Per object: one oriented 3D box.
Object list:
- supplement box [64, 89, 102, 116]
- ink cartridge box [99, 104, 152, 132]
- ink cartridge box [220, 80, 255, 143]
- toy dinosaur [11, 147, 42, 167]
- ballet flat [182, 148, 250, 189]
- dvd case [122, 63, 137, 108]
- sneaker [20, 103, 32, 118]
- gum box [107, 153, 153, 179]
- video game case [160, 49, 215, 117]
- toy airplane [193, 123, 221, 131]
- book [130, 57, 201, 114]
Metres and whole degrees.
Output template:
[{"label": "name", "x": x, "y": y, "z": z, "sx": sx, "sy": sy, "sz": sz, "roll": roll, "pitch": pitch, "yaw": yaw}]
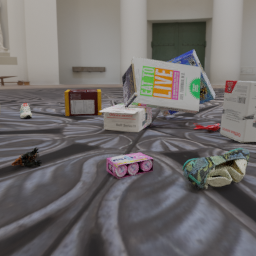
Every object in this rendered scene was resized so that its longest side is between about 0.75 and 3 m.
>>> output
[{"label": "supplement box", "x": -2.402, "y": -1.418, "z": 15.203, "sx": 1.879, "sy": 1.247, "sz": 1.853, "roll": -1, "pitch": 12, "yaw": -7}, {"label": "ink cartridge box", "x": -0.042, "y": -0.417, "z": 11.242, "sx": 1.477, "sy": 0.849, "sz": 2.523, "roll": 5, "pitch": 12, "yaw": 19}, {"label": "ink cartridge box", "x": 3.912, "y": -0.597, "z": 9.473, "sx": 0.816, "sy": 1.948, "sz": 1.406, "roll": 1, "pitch": 11, "yaw": -13}, {"label": "toy dinosaur", "x": -2.459, "y": 0.786, "z": 6.835, "sx": 0.599, "sy": 0.451, "sz": 0.882, "roll": -11, "pitch": 26, "yaw": 23}, {"label": "ballet flat", "x": 1.998, "y": 0.889, "z": 5.797, "sx": 1.925, "sy": 0.715, "sz": 0.715, "roll": -9, "pitch": 14, "yaw": -29}, {"label": "dvd case", "x": 0.040, "y": -1.585, "z": 10.594, "sx": 0.110, "sy": 1.374, "sz": 1.022, "roll": 3, "pitch": -22, "yaw": -23}, {"label": "sneaker", "x": -5.138, "y": -0.875, "z": 13.973, "sx": 0.508, "sy": 0.674, "sz": 1.442, "roll": -5, "pitch": 12, "yaw": -27}, {"label": "gum box", "x": 0.019, "y": 0.844, "z": 6.394, "sx": 0.984, "sy": 0.325, "sz": 0.558, "roll": -7, "pitch": 13, "yaw": -30}, {"label": "video game case", "x": 2.295, "y": -1.940, "z": 12.823, "sx": 2.587, "sy": 2.345, "sz": 0.588, "roll": -20, "pitch": 26, "yaw": 30}, {"label": "toy airplane", "x": 3.104, "y": -0.023, "z": 10.917, "sx": 1.223, "sy": 0.225, "sz": 1.223, "roll": 1, "pitch": 10, "yaw": 0}, {"label": "book", "x": 1.462, "y": -1.693, "z": 11.372, "sx": 2.859, "sy": 1.910, "sz": 0.687, "roll": 7, "pitch": -14, "yaw": -5}]
